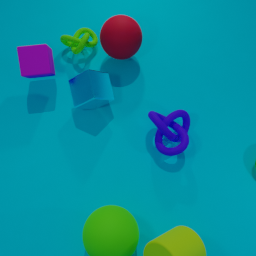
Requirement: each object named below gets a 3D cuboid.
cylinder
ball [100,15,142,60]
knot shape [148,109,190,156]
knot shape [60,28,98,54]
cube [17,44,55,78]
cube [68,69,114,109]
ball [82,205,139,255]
[{"bbox_3d":[1.032,2.827,6.198,1.014,1.014,1.014,-8,57,-44],"label":"cylinder"},{"bbox_3d":[-0.223,-2.926,9.078,1.380,1.380,1.380,0,63,0],"label":"ball"},{"bbox_3d":[1.299,0.006,8.040,1.373,0.678,1.467,-21,77,-33],"label":"knot shape"},{"bbox_3d":[-1.633,-2.950,9.538,1.282,0.592,1.200,-15,35,-7],"label":"knot shape"},{"bbox_3d":[-2.759,-2.004,8.507,0.859,0.859,0.859,-7,97,-4],"label":"cube"},{"bbox_3d":[-1.093,-1.130,8.388,0.893,0.893,0.893,-20,80,36],"label":"cube"},{"bbox_3d":[-0.399,2.484,6.542,1.322,1.322,1.322,0,63,0],"label":"ball"}]
